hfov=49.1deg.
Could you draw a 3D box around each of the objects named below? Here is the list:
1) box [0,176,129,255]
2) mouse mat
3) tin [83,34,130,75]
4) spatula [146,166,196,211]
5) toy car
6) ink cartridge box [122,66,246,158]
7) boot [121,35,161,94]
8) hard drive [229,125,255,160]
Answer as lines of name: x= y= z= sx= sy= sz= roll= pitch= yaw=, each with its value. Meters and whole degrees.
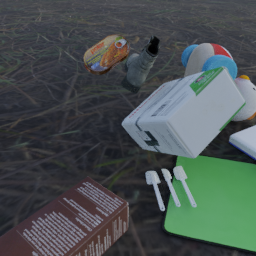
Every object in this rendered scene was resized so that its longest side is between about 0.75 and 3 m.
box: x=-1.152 y=1.983 z=4.961 sx=1.168 sy=0.874 sz=2.333 roll=26 pitch=39 yaw=34
mouse mat: x=2.055 y=1.517 z=6.399 sx=2.222 sy=0.104 sz=2.762 roll=8 pitch=35 yaw=13
tin: x=-0.694 y=-2.415 z=9.204 sx=1.693 sy=0.354 sz=0.948 roll=-39 pitch=83 yaw=-17
spatula: x=0.975 y=1.386 z=6.522 sx=0.970 sy=0.112 sz=1.394 roll=-5 pitch=31 yaw=-5
toy car: x=3.160 y=-1.192 z=8.752 sx=2.818 sy=2.493 sz=2.598 roll=8 pitch=22 yaw=-9
ink cartridge box: x=1.160 y=-0.338 z=6.700 sx=1.829 sy=1.037 sz=2.495 roll=-43 pitch=15 yaw=-15
boot: x=0.456 y=-1.813 z=7.259 sx=0.670 sy=1.292 sz=1.978 roll=27 pitch=33 yaw=-12
hard drive: x=4.185 y=0.676 z=7.503 sx=1.578 sy=0.303 sz=2.392 roll=-17 pitch=36 yaw=-25
